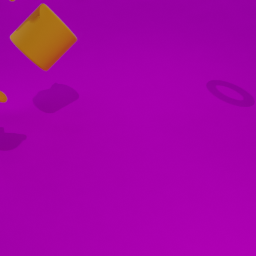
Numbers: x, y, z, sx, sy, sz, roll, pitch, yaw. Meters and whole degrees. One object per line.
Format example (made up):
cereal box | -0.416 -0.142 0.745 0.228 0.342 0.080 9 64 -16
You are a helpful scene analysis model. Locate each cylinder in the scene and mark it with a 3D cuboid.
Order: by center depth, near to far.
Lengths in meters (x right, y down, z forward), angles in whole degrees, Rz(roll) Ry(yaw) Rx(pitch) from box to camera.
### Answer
cylinder | -1.986 -2.135 6.669 1.114 1.114 1.114 -45 50 3

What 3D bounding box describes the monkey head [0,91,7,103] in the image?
monkey head | -2.989 -0.800 5.341 0.783 1.300 0.935 -18 72 14
